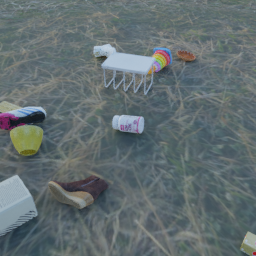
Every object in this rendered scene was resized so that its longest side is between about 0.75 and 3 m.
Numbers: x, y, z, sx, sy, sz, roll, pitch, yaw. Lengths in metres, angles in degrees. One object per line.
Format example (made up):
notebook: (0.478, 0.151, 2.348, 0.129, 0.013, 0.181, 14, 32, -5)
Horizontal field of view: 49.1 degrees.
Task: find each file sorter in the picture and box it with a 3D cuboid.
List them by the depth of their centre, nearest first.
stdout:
file sorter: (0.039, -2.611, 13.508, 2.169, 1.351, 1.505, 12, 40, 15)

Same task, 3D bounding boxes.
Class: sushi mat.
sushi mat: (-5.155, -0.811, 12.279, 1.506, 0.091, 0.720, 19, 43, 22)

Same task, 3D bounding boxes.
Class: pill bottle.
pill bottle: (0.009, -0.166, 11.005, 1.139, 0.646, 0.646, 6, 39, 17)

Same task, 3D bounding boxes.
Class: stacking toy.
stacking toy: (1.537, -3.414, 14.989, 1.051, 0.994, 1.812, 14, 51, 30)

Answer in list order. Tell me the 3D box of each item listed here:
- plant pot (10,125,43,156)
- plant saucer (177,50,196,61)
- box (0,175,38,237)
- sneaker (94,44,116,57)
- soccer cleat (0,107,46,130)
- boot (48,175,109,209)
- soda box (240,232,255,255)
plant pot: (-3.586, 0.514, 9.999, 1.130, 1.130, 0.802, -9, 66, -11)
plant saucer: (3.362, -4.186, 16.268, 1.124, 0.181, 1.124, 9, 37, -7)
box: (-3.957, 2.471, 7.542, 2.697, 0.922, 1.108, -26, 46, -28)
sneaker: (-1.363, -4.273, 16.144, 1.164, 0.742, 2.014, -14, 31, -14)
soccer cleat: (-4.407, -0.437, 11.429, 2.062, 0.720, 0.890, -9, 30, -19)
boot: (-1.556, 1.851, 8.780, 1.551, 0.561, 1.291, 21, 31, 26)
soda box: (3.539, 3.178, 7.095, 1.215, 0.389, 0.412, 23, 44, 27)
